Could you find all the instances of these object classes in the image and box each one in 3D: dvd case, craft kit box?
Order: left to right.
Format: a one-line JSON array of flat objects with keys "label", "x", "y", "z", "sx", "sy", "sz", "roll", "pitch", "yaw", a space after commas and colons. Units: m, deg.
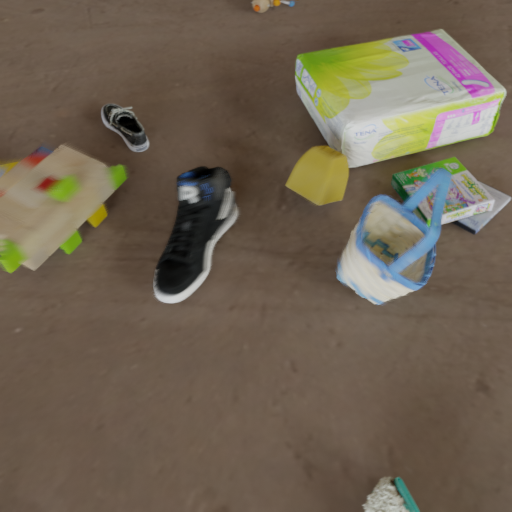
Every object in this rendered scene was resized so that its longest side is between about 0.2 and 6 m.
[{"label": "craft kit box", "x": 4.022, "y": -1.391, "z": 12.189, "sx": 1.580, "sy": 0.388, "sz": 1.600, "roll": -15, "pitch": 48, "yaw": -11}, {"label": "dvd case", "x": 4.693, "y": -1.118, "z": 12.183, "sx": 1.452, "sy": 0.127, "sz": 1.036, "roll": -38, "pitch": 56, "yaw": -25}]

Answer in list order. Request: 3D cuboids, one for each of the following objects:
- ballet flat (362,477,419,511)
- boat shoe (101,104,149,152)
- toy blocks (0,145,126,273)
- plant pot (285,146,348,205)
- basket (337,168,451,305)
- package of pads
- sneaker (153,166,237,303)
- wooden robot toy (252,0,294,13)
[{"label": "ballet flat", "x": 2.325, "y": 4.259, "z": 7.741, "sx": 0.856, "sy": 0.856, "sz": 2.387, "roll": -22, "pitch": 52, "yaw": -16}, {"label": "boat shoe", "x": -3.244, "y": -3.283, "z": 13.606, "sx": 0.693, "sy": 0.641, "sz": 1.877, "roll": -25, "pitch": 56, "yaw": -18}, {"label": "toy blocks", "x": -4.561, "y": -1.204, "z": 11.371, "sx": 2.175, "sy": 1.590, "sz": 3.182, "roll": 25, "pitch": 59, "yaw": 20}, {"label": "plant pot", "x": 1.397, "y": -1.788, "z": 11.969, "sx": 0.970, "sy": 0.999, "sz": 0.976, "roll": 35, "pitch": 32, "yaw": 28}, {"label": "basket", "x": 2.612, "y": -0.349, "z": 10.151, "sx": 1.596, "sy": 2.294, "sz": 2.023, "roll": 31, "pitch": 49, "yaw": -2}, {"label": "package of pads", "x": 3.395, "y": -3.872, "z": 13.584, "sx": 4.178, "sy": 1.425, "sz": 3.228, "roll": -14, "pitch": 52, "yaw": -10}, {"label": "sneaker", "x": -1.350, "y": -0.638, "z": 10.834, "sx": 1.061, "sy": 1.625, "sz": 2.905, "roll": 9, "pitch": 49, "yaw": 21}, {"label": "wooden robot toy", "x": 0.136, "y": -8.051, "z": 17.186, "sx": 2.488, "sy": 1.096, "sz": 1.129, "roll": 23, "pitch": 66, "yaw": 18}]
